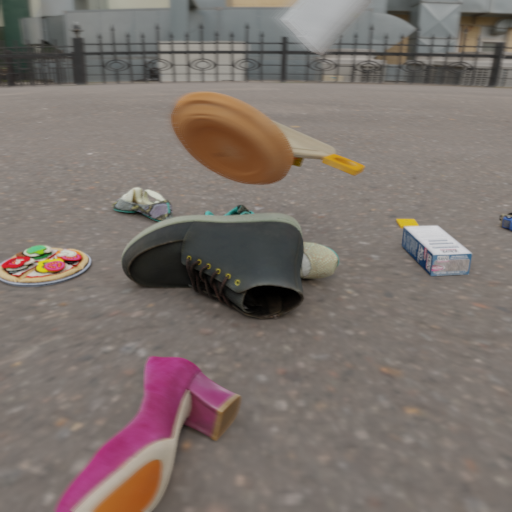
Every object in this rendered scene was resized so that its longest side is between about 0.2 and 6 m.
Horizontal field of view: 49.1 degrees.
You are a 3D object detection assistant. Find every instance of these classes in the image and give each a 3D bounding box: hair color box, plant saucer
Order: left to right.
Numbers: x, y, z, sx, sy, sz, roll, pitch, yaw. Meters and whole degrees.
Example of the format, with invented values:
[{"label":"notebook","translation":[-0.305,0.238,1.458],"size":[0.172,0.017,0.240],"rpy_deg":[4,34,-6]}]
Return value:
[{"label":"plant saucer","translation":[-0.323,-1.345,6.807],"size":[1.561,1.561,0.252],"rpy_deg":[14,66,30]},{"label":"hair color box","translation":[3.408,-0.119,10.710],"size":[0.754,0.456,1.507],"rpy_deg":[-2,22,-6]}]

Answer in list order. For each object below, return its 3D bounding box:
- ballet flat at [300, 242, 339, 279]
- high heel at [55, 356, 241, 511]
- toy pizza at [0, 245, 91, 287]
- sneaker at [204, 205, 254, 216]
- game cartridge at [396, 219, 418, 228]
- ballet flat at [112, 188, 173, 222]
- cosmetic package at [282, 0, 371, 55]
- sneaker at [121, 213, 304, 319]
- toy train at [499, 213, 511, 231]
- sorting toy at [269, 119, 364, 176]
[{"label":"ballet flat","translation":[0.513,0.101,10.017],"size":[2.073,0.699,0.646],"rpy_deg":[9,28,45]},{"label":"high heel","translation":[-1.262,1.691,5.531],"size":[1.264,0.888,2.636],"rpy_deg":[21,24,21]},{"label":"toy pizza","translation":[-3.936,0.119,10.377],"size":[1.679,0.266,1.679],"rpy_deg":[0,22,0]},{"label":"sneaker","translation":[-0.142,-0.544,11.048],"size":[2.151,0.981,0.835],"rpy_deg":[-10,22,-25]},{"label":"game cartridge","translation":[3.438,-0.728,12.736],"size":[0.425,0.078,0.483],"rpy_deg":[1,25,2]},{"label":"ballet flat","translation":[-2.705,-1.285,13.331],"size":[1.904,0.685,0.685],"rpy_deg":[15,27,34]},{"label":"cosmetic package","translation":[0.752,-2.540,5.797],"size":[0.474,0.771,0.769],"rpy_deg":[44,21,-4]},{"label":"sneaker","translation":[-0.778,0.238,8.958],"size":[3.117,1.166,1.656],"rpy_deg":[-10,41,8]},{"label":"toy train","translation":[6.164,-0.545,11.978],"size":[2.000,0.341,0.458],"rpy_deg":[21,42,39]},{"label":"sorting toy","translation":[0.235,-1.917,9.665],"size":[3.346,0.456,1.884],"rpy_deg":[30,26,27]}]
